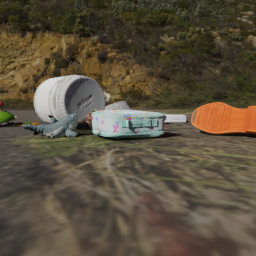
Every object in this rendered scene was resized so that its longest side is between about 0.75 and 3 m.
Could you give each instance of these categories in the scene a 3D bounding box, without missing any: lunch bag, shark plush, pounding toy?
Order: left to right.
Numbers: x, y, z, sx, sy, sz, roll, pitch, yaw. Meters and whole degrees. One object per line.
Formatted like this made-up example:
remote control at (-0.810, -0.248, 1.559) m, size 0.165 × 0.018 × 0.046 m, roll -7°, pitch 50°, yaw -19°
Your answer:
pounding toy at (-5.776, -0.660, 12.224) m, size 1.525 × 0.917 × 1.975 m, roll -11°, pitch 8°, yaw -13°
shark plush at (-2.166, -0.068, 7.973) m, size 1.598 × 0.666 × 0.726 m, roll -3°, pitch 5°, yaw -30°
lunch bag at (-0.011, -0.109, 7.959) m, size 1.956 × 0.754 × 1.569 m, roll -3°, pitch 8°, yaw -29°

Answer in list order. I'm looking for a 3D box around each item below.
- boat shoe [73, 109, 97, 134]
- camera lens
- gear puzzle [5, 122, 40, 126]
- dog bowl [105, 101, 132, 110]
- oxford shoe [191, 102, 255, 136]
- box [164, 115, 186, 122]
boat shoe at (-1.087, -0.222, 9.111) m, size 2.177 × 0.784 × 0.785 m, roll -1°, pitch 5°, yaw -17°
camera lens at (-2.371, -1.028, 11.150) m, size 2.038 × 2.038 × 2.547 m, roll -4°, pitch 7°, yaw -41°
gear puzzle at (-4.647, -0.196, 12.454) m, size 1.452 × 0.190 × 0.752 m, roll -1°, pitch 5°, yaw -6°
dog bowl at (-0.719, -0.794, 13.889) m, size 1.776 × 0.521 × 1.776 m, roll -20°, pitch -5°, yaw -2°
oxford shoe at (3.252, -0.131, 8.529) m, size 1.034 × 1.011 × 2.836 m, roll 24°, pitch -9°, yaw -42°
box at (2.463, -0.552, 15.750) m, size 1.387 × 0.366 × 1.779 m, roll 0°, pitch 4°, yaw 3°
